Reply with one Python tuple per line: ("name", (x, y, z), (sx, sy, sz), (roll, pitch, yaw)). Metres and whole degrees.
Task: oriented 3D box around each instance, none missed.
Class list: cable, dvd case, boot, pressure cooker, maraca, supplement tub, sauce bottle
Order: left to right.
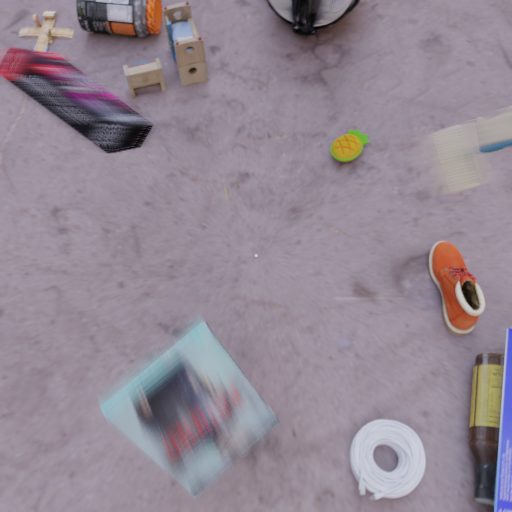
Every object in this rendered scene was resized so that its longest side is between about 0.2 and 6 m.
("supplement tub", (-3.189, -5.758, 13.160), (1.817, 1.113, 1.113), (6, 63, 2))
("dvd case", (-0.742, 2.043, 7.232), (1.584, 2.170, 0.239), (-39, 39, -11))
("pressure cooker", (1.340, -6.557, 12.717), (2.455, 2.418, 2.749), (-18, 40, 40))
("maraca", (1.956, -2.320, 11.746), (0.626, 0.488, 0.913), (39, 70, 20))
("cable", (2.090, 3.241, 8.953), (1.178, 0.408, 1.177), (-7, 62, -4))
("boot", (3.650, 0.412, 10.090), (0.689, 0.984, 1.836), (-6, 61, -1))
("sauce bottle", (3.820, 2.757, 9.021), (0.751, 0.751, 2.322), (13, 65, 6))

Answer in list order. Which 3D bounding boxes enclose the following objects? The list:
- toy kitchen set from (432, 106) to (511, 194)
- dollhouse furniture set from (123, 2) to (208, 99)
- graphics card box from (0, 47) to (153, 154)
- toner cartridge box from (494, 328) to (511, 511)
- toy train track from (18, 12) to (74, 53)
("toy kitchen set", (3.624, -1.628, 8.298), (1.571, 1.259, 0.925), (-16, 92, 30))
("dollhouse furniture set", (-2.137, -4.575, 12.471), (1.781, 1.248, 1.255), (-16, 64, -8))
("graphics card box", (-2.289, -2.014, 7.270), (1.713, 1.075, 0.436), (37, 108, 1))
("toner cartridge box", (4.347, 2.922, 8.437), (0.731, 1.607, 3.384), (-12, 52, 45))
("toy train track", (-5.101, -5.016, 13.200), (1.313, 0.372, 2.290), (2, 63, 1))
